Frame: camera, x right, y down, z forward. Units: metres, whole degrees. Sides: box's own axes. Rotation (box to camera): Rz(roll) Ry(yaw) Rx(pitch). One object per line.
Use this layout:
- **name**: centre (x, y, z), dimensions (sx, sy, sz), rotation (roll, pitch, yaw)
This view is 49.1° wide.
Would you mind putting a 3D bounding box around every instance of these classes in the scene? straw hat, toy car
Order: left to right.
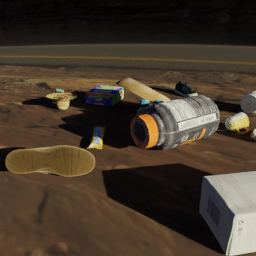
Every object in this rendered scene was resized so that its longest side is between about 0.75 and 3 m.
- **straw hat**: centre (-3.121, -1.225, 13.358), dimensions (1.540, 0.652, 1.540), rotation (2, 17, -1)
- **toy car**: centre (0.924, -0.522, 11.263), dimensions (1.092, 1.138, 1.234), rotation (2, 1, 5)

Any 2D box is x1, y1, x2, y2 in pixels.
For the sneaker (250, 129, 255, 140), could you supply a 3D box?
- **sneaker**: centre (4.950, 0.265, 10.027), dimensions (1.252, 0.474, 0.549), rotation (-14, 42, -28)

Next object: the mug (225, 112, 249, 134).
- **mug**: centre (4.193, -0.185, 10.773), dimensions (0.701, 0.683, 0.853), rotation (-16, 19, -17)

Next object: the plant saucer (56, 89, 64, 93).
- **plant saucer**: centre (-3.548, -1.759, 14.449), dimensions (0.392, 0.106, 1.121), rotation (10, -14, -15)

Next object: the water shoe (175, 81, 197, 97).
- **water shoe**: centre (3.211, -2.213, 15.773), dimensions (0.638, 0.704, 1.784), rotation (-11, 24, -26)

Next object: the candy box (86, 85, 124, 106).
- **candy box**: centre (-1.179, -1.702, 14.535), dimensions (1.460, 0.665, 1.727), rotation (8, 24, 17)

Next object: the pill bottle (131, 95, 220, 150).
- **pill bottle**: centre (1.544, -0.158, 9.427), dimensions (2.935, 1.559, 1.559), rotation (-14, 26, -31)

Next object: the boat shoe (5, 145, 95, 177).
- **boat shoe**: centre (-2.108, 0.894, 7.787), dimensions (2.343, 0.845, 0.761), rotation (1, -1, -18)

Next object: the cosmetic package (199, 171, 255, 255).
- **cosmetic package**: centre (2.899, 1.605, 5.761), dimensions (2.459, 0.998, 1.388), rotation (-2, 22, -9)

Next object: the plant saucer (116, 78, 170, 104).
- **plant saucer**: centre (0.831, -1.521, 12.392), dimensions (2.905, 0.514, 2.905), rotation (27, 7, -3)

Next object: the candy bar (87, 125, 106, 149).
- **candy bar**: centre (-1.099, 0.334, 10.014), dimensions (0.496, 0.220, 1.987), rotation (0, 22, 0)

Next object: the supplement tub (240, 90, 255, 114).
- **supplement tub**: centre (5.921, -1.221, 12.839), dimensions (1.410, 1.018, 1.018), rotation (-16, 26, -36)
